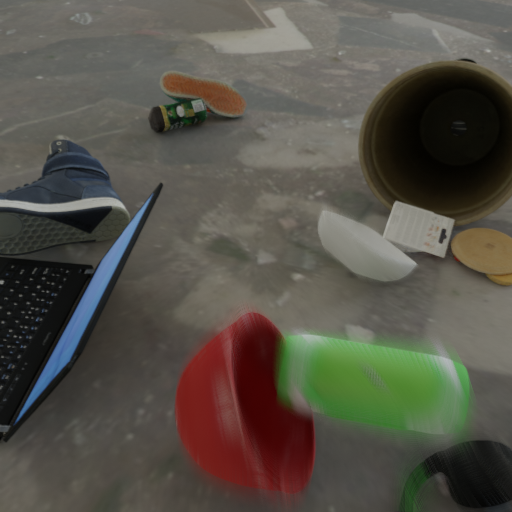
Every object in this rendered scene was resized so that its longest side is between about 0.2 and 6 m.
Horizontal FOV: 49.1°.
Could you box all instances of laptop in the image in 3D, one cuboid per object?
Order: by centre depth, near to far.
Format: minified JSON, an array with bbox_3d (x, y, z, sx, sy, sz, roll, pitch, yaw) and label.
[{"bbox_3d":[-3.428,0.553,7.643,3.786,1.955,3.355,5,40,6],"label":"laptop"}]

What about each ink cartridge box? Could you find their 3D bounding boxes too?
[{"bbox_3d":[2.862,-0.426,9.941,1.088,0.272,0.875,20,63,10],"label":"ink cartridge box"}]

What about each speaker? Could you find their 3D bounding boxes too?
[{"bbox_3d":[1.345,1.511,6.657,2.104,0.931,0.931,8,41,8],"label":"speaker"}]

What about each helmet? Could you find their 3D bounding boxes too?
[{"bbox_3d":[4.543,-3.242,12.280,1.795,1.795,1.712,-16,78,-18],"label":"helmet"}]

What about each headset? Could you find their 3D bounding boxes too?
[{"bbox_3d":[2.699,2.521,5.926,2.463,1.157,1.521,-22,45,-17],"label":"headset"}]

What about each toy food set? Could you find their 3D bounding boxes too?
[{"bbox_3d":[3.988,-0.055,9.628,1.243,0.302,1.230,19,44,21],"label":"toy food set"}]

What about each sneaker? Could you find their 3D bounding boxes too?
[{"bbox_3d":[-3.961,-1.122,9.994,2.911,1.107,2.104,-6,48,-30],"label":"sneaker"},{"bbox_3d":[-1.259,-3.956,13.838,2.201,0.785,0.879,19,4,-4],"label":"sneaker"}]

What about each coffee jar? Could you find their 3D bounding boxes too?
[{"bbox_3d":[-1.862,-3.301,13.168,1.302,0.556,0.679,-17,5,-18],"label":"coffee jar"}]

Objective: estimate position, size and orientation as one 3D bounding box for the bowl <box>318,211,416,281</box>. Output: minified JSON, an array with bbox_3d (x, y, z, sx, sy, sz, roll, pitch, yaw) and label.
[{"bbox_3d":[1.721,-0.099,9.137,1.425,0.532,1.423,16,21,-42],"label":"bowl"}]

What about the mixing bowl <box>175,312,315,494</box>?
[{"bbox_3d":[-0.220,1.779,6.518,1.093,2.017,2.017,-21,35,22],"label":"mixing bowl"}]

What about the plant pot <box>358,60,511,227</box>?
[{"bbox_3d":[3.678,-2.253,10.668,2.896,2.896,2.512,18,27,20],"label":"plant pot"}]
